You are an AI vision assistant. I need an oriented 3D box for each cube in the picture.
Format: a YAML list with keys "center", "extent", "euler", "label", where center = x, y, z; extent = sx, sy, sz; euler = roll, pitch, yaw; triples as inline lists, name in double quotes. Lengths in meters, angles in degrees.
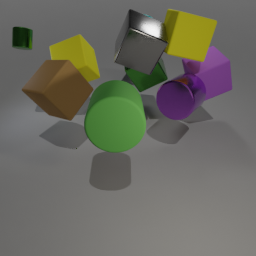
- center: [0.420, -2.970, 9.746]
  extent: [1.400, 1.400, 1.400]
  euler: [16, 44, -16]
  label: "cube"
- center: [-2.150, -2.685, 11.464]
  extent: [1.400, 1.400, 1.400]
  euler: [-17, -14, 13]
  label: "cube"
- center: [0.750, -2.710, 12.237]
  extent: [1.400, 1.400, 1.400]
  euler: [-23, 44, 18]
  label: "cube"
- center: [-2.313, -1.278, 9.303]
  extent: [1.400, 1.400, 1.400]
  euler: [13, 63, 43]
  label: "cube"
- center: [2.038, -3.297, 9.940]
  extent: [1.400, 1.400, 1.400]
  euler: [8, 24, -14]
  label: "cube"
- center: [3.158, -2.158, 11.207]
  extent: [1.400, 1.400, 1.400]
  euler: [-22, 41, 3]
  label: "cube"

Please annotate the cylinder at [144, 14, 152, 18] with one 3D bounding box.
- center: [0.678, -4.790, 14.304]
  extent: [1.400, 1.400, 1.400]
  euler: [13, 75, 20]
  label: "cylinder"

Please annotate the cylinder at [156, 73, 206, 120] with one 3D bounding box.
- center: [1.920, -1.144, 10.030]
  extent: [1.400, 1.400, 1.400]
  euler: [17, 28, 26]
  label: "cylinder"

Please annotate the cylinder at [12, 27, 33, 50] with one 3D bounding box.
- center: [-3.854, -3.261, 10.226]
  extent: [0.700, 0.700, 0.700]
  euler: [4, 6, 0]
  label: "cylinder"

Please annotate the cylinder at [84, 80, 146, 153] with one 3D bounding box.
- center: [-0.304, -0.325, 6.901]
  extent: [1.400, 1.400, 1.400]
  euler: [-1, 25, -1]
  label: "cylinder"
